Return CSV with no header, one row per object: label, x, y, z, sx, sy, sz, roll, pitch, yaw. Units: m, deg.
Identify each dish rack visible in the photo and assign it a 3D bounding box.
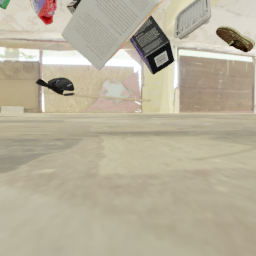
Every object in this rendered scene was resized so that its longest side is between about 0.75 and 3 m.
dish rack,2.373,-3.979,10.111,0.385,1.770,1.519,35,-46,-28

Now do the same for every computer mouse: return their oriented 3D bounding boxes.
computer mouse,-2.467,-1.653,10.913,1.377,0.451,1.961,26,14,19

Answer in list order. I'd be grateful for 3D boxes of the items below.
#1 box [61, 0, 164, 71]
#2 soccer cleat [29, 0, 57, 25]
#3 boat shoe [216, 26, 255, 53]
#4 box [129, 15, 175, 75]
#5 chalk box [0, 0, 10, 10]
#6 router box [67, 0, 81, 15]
box,-0.145,-2.551,5.899,2.156,1.146,1.641,-35,17,48
soccer cleat,-2.476,-3.980,8.445,0.965,1.036,2.830,-25,12,-16
boat shoe,3.830,-3.221,10.202,1.512,0.559,0.558,33,-27,21
box,0.822,-3.636,11.610,1.159,2.222,1.644,-32,-23,6
chalk box,-3.030,-3.400,5.678,2.098,1.299,1.305,42,17,35
router box,-0.732,-3.523,8.997,0.518,1.514,2.029,28,-17,51
